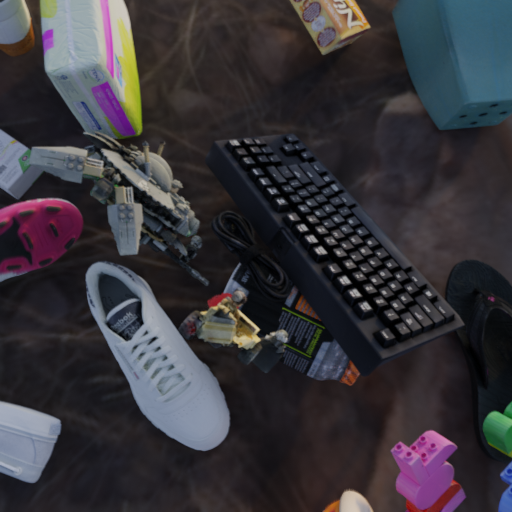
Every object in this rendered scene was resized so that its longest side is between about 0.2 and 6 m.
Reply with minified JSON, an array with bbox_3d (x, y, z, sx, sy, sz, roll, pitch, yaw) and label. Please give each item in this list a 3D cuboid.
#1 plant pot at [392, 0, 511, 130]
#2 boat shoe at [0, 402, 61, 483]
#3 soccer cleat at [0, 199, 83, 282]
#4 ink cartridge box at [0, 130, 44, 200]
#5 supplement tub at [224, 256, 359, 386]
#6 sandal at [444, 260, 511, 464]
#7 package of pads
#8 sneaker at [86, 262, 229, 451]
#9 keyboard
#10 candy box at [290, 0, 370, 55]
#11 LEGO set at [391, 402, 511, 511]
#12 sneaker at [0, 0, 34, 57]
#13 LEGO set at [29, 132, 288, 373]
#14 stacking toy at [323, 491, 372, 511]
[{"bbox_3d":[3.241,-3.196,8.538,1.601,1.601,2.266,-5,80,-6],"label":"plant pot"},{"bbox_3d":[-3.954,2.200,7.108,2.800,1.008,0.959,15,71,-5],"label":"boat shoe"},{"bbox_3d":[-3.773,-0.033,7.652,2.787,0.973,1.203,-33,31,-20],"label":"soccer cleat"},{"bbox_3d":[-3.828,-1.427,8.551,0.951,0.399,0.689,33,74,11],"label":"ink cartridge box"},{"bbox_3d":[0.549,0.843,7.366,1.956,1.198,1.198,26,73,9],"label":"supplement tub"},{"bbox_3d":[3.278,1.310,7.470,1.034,0.659,2.752,-6,73,-4],"label":"sandal"},{"bbox_3d":[-2.424,-3.240,8.325,0.891,2.018,2.613,-10,73,1],"label":"package of pads"},{"bbox_3d":[-1.359,1.303,7.255,1.070,1.127,2.801,-36,77,-13],"label":"sneaker"},{"bbox_3d":[0.699,-0.278,7.268,2.337,0.499,3.893,-17,55,-28],"label":"keyboard"},{"bbox_3d":[1.009,-4.168,8.931,0.996,0.477,1.725,-38,98,-41],"label":"candy box"},{"bbox_3d":[3.255,1.722,6.375,3.843,1.466,1.577,-37,118,-17],"label":"LEGO set"},{"bbox_3d":[-4.730,-4.524,9.058,1.247,1.450,3.424,-32,72,-12],"label":"sneaker"},{"bbox_3d":[-1.044,-0.508,6.851,4.350,2.825,1.233,41,94,18],"label":"LEGO set"},{"bbox_3d":[0.483,3.694,6.414,2.045,1.494,1.494,-21,71,14],"label":"stacking toy"}]
